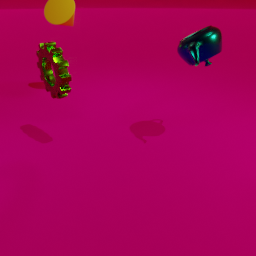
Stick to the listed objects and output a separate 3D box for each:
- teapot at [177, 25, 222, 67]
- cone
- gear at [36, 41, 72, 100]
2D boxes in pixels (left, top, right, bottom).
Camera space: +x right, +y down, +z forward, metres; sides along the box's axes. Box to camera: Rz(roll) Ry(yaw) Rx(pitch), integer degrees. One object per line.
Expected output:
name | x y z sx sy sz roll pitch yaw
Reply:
teapot | 1.824 -1.953 6.985 1.140 0.897 1.833 -20 11 34
cone | -2.475 -4.432 11.275 1.277 1.277 1.282 7 -8 14
gear | -1.904 -1.450 7.135 0.262 1.417 1.417 -22 33 -33
